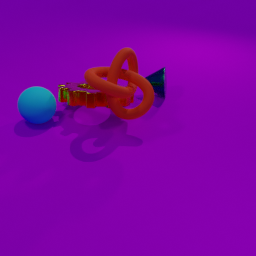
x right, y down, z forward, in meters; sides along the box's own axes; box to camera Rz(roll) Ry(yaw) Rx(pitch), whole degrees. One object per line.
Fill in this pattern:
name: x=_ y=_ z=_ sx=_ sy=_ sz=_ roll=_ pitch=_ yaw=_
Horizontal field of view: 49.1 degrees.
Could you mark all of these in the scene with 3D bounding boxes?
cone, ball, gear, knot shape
cone: x=0.665 y=-1.366 z=8.433 sx=0.922 sy=0.918 sz=0.918 roll=0 pitch=35 yaw=12
ball: x=-2.338 y=-0.586 z=7.226 sx=0.952 sy=0.952 sz=0.952 roll=0 pitch=36 yaw=0
gear: x=-0.864 y=-0.945 z=7.663 sx=2.039 sy=0.377 sz=2.039 roll=3 pitch=17 yaw=-1
knot shape: x=-0.105 y=-1.154 z=6.606 sx=1.685 sy=0.779 sz=1.577 roll=32 pitch=59 yaw=-19
